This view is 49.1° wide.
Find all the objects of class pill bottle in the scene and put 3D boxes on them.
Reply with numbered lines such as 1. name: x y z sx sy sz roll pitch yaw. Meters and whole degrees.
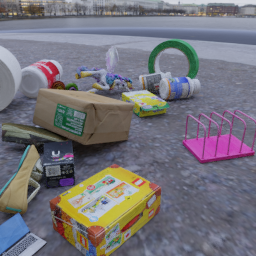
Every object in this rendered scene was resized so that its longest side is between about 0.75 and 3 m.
1. pill bottle: 2.600 -2.012 14.020 1.866 1.046 1.046 -7 26 -15
2. pill bottle: -4.571 -2.750 14.985 1.567 1.567 2.792 4 26 9
3. pill bottle: 1.453 -2.422 14.741 1.640 0.954 0.954 -8 25 6

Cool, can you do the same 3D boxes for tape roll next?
1. tape roll: 2.395 -3.340 14.935 2.656 2.656 0.638 12 27 24
2. tape roll: -6.283 -2.224 12.399 2.803 2.803 1.925 -4 26 -9

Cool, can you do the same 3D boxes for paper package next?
1. paper package: -1.500 -0.464 9.701 2.603 1.347 2.481 18 13 33

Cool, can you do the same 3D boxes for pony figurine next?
1. pony figurine: -1.270 -2.729 14.824 2.782 2.317 2.686 -11 59 -29

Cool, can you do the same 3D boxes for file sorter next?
1. file sorter: 2.996 0.173 9.174 1.928 1.209 1.340 -7 26 -14

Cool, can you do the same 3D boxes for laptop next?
1. laptop: -2.217 2.241 5.648 0.797 0.462 0.746 15 30 29

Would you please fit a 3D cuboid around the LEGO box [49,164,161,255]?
1. LEGO box: -0.457 1.764 6.272 1.505 0.780 2.020 21 32 38

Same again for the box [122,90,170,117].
1. box: 0.769 -1.111 12.707 1.368 0.564 2.332 -9 24 -20

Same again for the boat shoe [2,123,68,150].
1. boat shoe: -3.122 0.372 9.309 2.330 0.766 0.832 13 8 9

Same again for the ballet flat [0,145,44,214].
1. ballet flat: -2.687 1.349 7.427 0.799 0.870 2.535 25 25 -13

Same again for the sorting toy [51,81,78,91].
1. sorting toy: -3.096 -1.833 13.913 1.415 0.850 0.581 8 19 -30

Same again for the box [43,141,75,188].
1. box: -1.961 0.988 7.988 0.830 0.721 1.359 -4 25 -14
